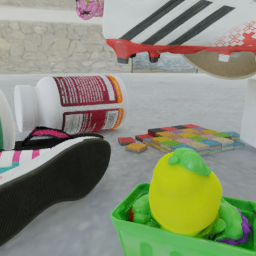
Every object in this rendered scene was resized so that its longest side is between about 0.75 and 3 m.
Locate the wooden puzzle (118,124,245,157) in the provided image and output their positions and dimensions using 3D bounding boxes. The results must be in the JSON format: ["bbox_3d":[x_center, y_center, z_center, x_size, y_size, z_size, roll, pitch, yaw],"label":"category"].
[{"bbox_3d":[1.327,0.250,6.380,2.966,0.208,1.759,-7,15,-28],"label":"wooden puzzle"}]

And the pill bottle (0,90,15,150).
[{"bbox_3d":[-3.192,0.167,3.776,1.570,1.570,2.784,11,17,39],"label":"pill bottle"}]

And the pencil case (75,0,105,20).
[{"bbox_3d":[-0.882,-3.704,8.576,0.779,0.745,1.800,25,29,14],"label":"pencil case"}]

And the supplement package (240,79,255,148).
[{"bbox_3d":[3.794,-0.230,5.585,2.502,1.423,1.370,2,13,-6],"label":"supplement package"}]

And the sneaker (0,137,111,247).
[{"bbox_3d":[-1.437,0.536,3.634,1.472,1.019,2.437,19,22,29],"label":"sneaker"}]

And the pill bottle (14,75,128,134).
[{"bbox_3d":[-1.441,-0.592,7.189,2.625,1.483,1.483,-7,15,-29],"label":"pill bottle"}]

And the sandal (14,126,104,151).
[{"bbox_3d":[-1.574,0.176,6.096,2.149,0.484,0.807,-7,15,-26],"label":"sandal"}]

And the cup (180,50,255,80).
[{"bbox_3d":[2.023,-2.248,5.291,2.176,2.176,1.557,15,57,48],"label":"cup"}]

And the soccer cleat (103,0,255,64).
[{"bbox_3d":[0.982,-1.423,3.390,2.684,1.143,0.921,0,25,11],"label":"soccer cleat"}]

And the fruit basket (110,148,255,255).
[{"bbox_3d":[0.502,0.676,2.421,1.308,1.308,0.943,6,14,23],"label":"fruit basket"}]
